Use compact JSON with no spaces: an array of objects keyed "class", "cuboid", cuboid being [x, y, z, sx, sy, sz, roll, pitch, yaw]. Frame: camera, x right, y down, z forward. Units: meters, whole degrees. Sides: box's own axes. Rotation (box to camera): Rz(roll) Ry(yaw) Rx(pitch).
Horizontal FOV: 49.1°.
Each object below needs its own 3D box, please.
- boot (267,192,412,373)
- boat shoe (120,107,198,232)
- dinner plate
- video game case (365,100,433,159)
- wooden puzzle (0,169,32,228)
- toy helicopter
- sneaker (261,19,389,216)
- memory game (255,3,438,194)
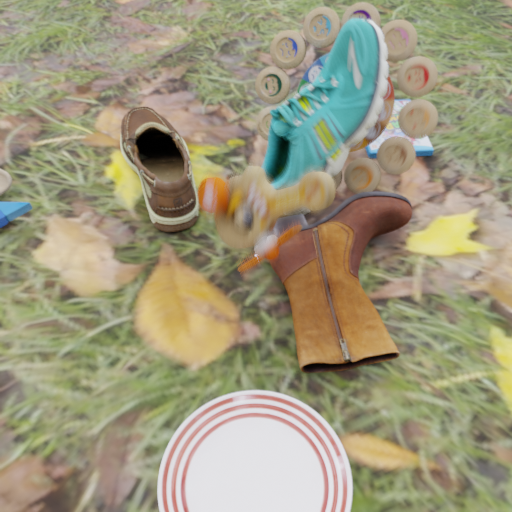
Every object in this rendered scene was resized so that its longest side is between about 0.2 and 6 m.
[{"class":"boot","cuboid":[1.561,0.306,8.445,2.532,0.921,2.690,-10,50,-9]},{"class":"boat shoe","cuboid":[-1.765,-1.959,10.243,1.216,1.218,3.291,-18,51,-15]},{"class":"dinner plate","cuboid":[-0.015,2.710,6.721,2.303,0.279,2.303,0,47,0]},{"class":"video game case","cuboid":[2.782,-2.651,11.577,1.283,0.160,1.793,-3,48,-3]},{"class":"wooden puzzle","cuboid":[-5.790,-1.044,10.030,3.441,0.402,2.322,32,60,25]},{"class":"toy helicopter","cuboid":[0.194,-0.567,7.417,2.035,1.346,0.803,-13,-2,43]},{"class":"sneaker","cuboid":[0.945,-2.138,8.960,1.348,3.386,1.312,11,25,-35]},{"class":"memory game","cuboid":[1.497,-2.650,9.741,3.298,3.298,0.210,18,19,15]}]
